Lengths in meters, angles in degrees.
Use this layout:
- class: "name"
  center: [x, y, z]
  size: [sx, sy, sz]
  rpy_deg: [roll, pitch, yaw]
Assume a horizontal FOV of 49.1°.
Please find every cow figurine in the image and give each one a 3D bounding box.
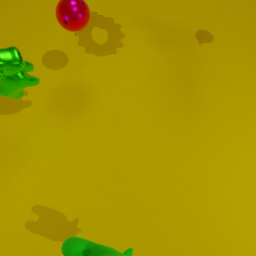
- class: "cow figurine"
  center: [-0.192, 1.893, 3.492]
  size: [1.559, 1.534, 0.856]
  rpy_deg: [-8, 56, 47]
- class: "cow figurine"
  center: [-2.842, -1.258, 6.578]
  size: [1.518, 1.494, 0.833]
  rpy_deg: [-31, 77, 28]

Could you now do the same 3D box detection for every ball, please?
- class: "ball"
  center: [-1.397, -2.903, 7.123]
  size: [0.872, 0.872, 0.872]
  rpy_deg: [0, 64, 0]
